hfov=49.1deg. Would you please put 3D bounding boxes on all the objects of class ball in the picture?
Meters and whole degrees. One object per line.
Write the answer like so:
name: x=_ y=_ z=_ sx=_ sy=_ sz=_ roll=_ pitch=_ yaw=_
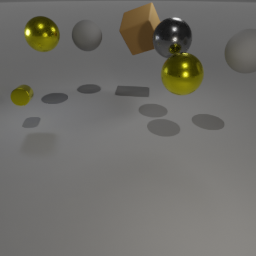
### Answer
ball: x=1.785 y=-1.775 z=9.249 sx=1.400 sy=1.400 sz=1.400 roll=0 pitch=28 yaw=0
ball: x=-3.494 y=-3.814 z=11.421 sx=1.400 sy=1.400 sz=1.400 roll=0 pitch=28 yaw=0
ball: x=1.566 y=-3.172 z=9.939 sx=1.400 sy=1.400 sz=1.400 roll=0 pitch=28 yaw=0
ball: x=-1.896 y=-4.280 z=12.989 sx=1.400 sy=1.400 sz=1.400 roll=0 pitch=28 yaw=0
ball: x=3.867 y=-2.476 z=9.068 sx=1.400 sy=1.400 sz=1.400 roll=0 pitch=28 yaw=0

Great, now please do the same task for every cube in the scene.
cube: x=0.618 y=-4.325 z=12.316 sx=1.400 sy=1.400 sz=1.400 roll=-10 pitch=50 yaw=25

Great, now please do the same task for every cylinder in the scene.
cylinder: x=-4.059 y=-1.259 z=10.763 sx=0.700 sy=0.700 sz=0.700 roll=-2 pitch=21 yaw=-4
